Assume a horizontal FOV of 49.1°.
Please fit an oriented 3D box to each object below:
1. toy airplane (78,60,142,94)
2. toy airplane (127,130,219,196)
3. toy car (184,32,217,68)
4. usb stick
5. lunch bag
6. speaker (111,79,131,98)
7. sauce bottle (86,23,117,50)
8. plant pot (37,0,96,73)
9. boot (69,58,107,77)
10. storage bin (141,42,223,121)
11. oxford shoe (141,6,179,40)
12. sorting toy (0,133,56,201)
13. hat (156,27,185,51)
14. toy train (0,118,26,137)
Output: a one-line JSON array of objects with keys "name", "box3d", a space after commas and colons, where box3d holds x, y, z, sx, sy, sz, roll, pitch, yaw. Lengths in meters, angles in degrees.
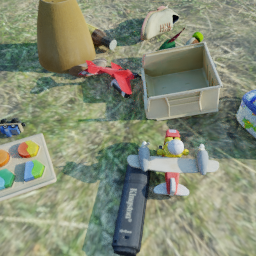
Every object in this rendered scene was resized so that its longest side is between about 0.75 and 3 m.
[{"name": "toy airplane", "box3d": [-0.632, -2.102, 10.566, 2.442, 0.449, 2.442, 10, 34, -7]}, {"name": "toy airplane", "box3d": [1.213, 0.902, 7.646, 1.905, 1.344, 1.896, -31, 56, -26]}, {"name": "toy car", "box3d": [2.816, -2.781, 11.331, 1.589, 1.253, 1.305, 42, 73, 1]}, {"name": "usb stick", "box3d": [0.134, 1.969, 7.301, 0.713, 0.419, 2.571, 7, 49, 6]}, {"name": "lunch bag", "box3d": [5.231, -0.505, 9.042, 2.937, 1.211, 2.361, -17, 47, -16]}, {"name": "speaker", "box3d": [-0.251, -1.479, 10.461, 0.356, 0.356, 0.878, -28, 54, -23]}, {"name": "sauce bottle", "box3d": [-1.502, -4.142, 12.609, 2.283, 0.739, 0.739, 34, 56, 27]}, {"name": "plant pot", "box3d": [-2.604, -3.960, 11.197, 2.434, 2.612, 2.434, 1, 48, -1]}, {"name": "boot", "box3d": [-1.560, -2.490, 11.335, 1.415, 0.497, 1.034, 3, 35, 19]}, {"name": "storage bin", "box3d": [1.727, -1.654, 9.859, 2.471, 1.167, 2.489, -9, 48, 7]}, {"name": "oxford shoe", "box3d": [1.523, -4.900, 13.116, 1.072, 1.028, 2.903, 24, 53, 17]}, {"name": "sorting toy", "box3d": [-3.242, 1.057, 8.157, 1.884, 0.371, 2.036, -18, 50, -15]}, {"name": "hat", "box3d": [1.674, -3.573, 11.305, 1.076, 0.947, 0.891, 3, 13, 2]}, {"name": "toy train", "box3d": [-4.606, 0.059, 9.025, 2.526, 0.431, 0.578, -5, 52, -4]}]
